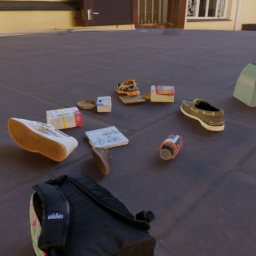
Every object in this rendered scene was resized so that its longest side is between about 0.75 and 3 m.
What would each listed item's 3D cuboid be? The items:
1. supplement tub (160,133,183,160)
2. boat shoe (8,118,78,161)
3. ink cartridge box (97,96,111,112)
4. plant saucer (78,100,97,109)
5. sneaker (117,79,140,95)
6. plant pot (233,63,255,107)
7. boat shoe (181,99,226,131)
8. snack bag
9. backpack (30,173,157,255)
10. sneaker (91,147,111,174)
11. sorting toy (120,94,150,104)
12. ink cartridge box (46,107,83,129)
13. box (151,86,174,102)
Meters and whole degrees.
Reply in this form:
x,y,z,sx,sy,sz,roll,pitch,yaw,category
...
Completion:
x,y,z,sx,sy,sz,roll,pitch,yaw,category
1.324,0.595,8.675,0.548,0.548,1.025,12,28,23,supplement tub
-2.757,0.268,9.034,2.583,0.915,0.895,23,32,23,boat shoe
-1.046,-1.054,12.326,0.591,0.341,0.815,-3,33,-2,ink cartridge box
-1.834,-1.058,12.688,0.873,0.155,0.873,0,25,0,plant saucer
0.004,-2.146,14.231,0.754,0.744,1.926,-16,20,-26,sneaker
6.213,-2.116,13.112,1.697,1.728,1.692,-4,26,-8,plant pot
2.967,-0.732,11.245,0.921,0.771,2.578,-9,26,-18,boat shoe
-0.783,0.332,9.690,1.212,0.138,1.285,-12,30,-24,snack bag
-0.886,1.812,4.947,1.941,1.472,2.326,-4,22,-37,backpack
-0.676,0.875,8.166,0.491,0.458,1.299,-9,27,-22,sneaker
0.412,-1.389,13.408,1.450,0.194,1.080,-7,21,-15,sorting toy
-2.457,-0.375,10.794,1.203,0.502,0.873,-11,27,-22,ink cartridge box
1.645,-1.645,13.415,1.104,0.602,0.706,2,25,5,box
